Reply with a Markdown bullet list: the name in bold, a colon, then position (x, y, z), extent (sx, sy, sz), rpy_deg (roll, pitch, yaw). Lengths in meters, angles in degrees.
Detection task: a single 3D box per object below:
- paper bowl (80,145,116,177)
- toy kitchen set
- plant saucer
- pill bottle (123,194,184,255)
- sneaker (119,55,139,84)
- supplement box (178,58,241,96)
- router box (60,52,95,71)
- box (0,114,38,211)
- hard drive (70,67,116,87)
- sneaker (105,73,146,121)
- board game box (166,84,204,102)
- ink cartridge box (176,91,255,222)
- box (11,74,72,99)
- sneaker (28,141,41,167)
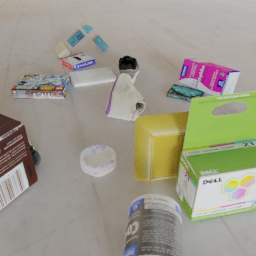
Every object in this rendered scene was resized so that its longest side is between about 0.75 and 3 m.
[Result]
- **paper bowl**: position (-0.890, 1.026, 8.413), extent (1.079, 0.561, 1.079), rpy_deg (0, 35, 0)
- **toy kitchen set**: position (-2.598, -4.566, 16.256), extent (2.461, 1.971, 1.450), rpy_deg (-40, 39, 7)
- **plant saucer**: position (1.260, 0.619, 7.611), extent (2.124, 2.124, 0.515), rpy_deg (-6, 32, -8)
- **pill bottle**: position (0.519, 2.533, 5.696), extent (1.228, 1.228, 2.158), rpy_deg (3, 35, 5)
- **sneaker**: position (0.059, -3.119, 13.813), extent (0.954, 1.132, 2.587), rpy_deg (4, 35, 5)
- **supplement box**: position (3.546, -2.255, 12.390), extent (2.239, 1.133, 1.157), rpy_deg (29, 29, 36)
- **router box**: position (-2.718, -3.616, 15.202), extent (1.432, 0.350, 1.285), rpy_deg (-27, 43, -33)
- **box**: position (-4.164, 0.834, 7.372), extent (2.530, 2.078, 2.099), rpy_deg (19, 39, 25)
- **hard drive**: position (-1.724, -2.516, 13.714), extent (2.025, 0.270, 1.336), rpy_deg (-11, 36, -16)
- **sneaker**: position (-0.028, -1.191, 11.396), extent (1.490, 1.120, 2.992), rpy_deg (17, 37, -5)
- **board game box**: position (2.537, -1.522, 12.356), extent (1.451, 0.204, 0.982), rpy_deg (16, 38, 21)
- **ink cartridge box**: position (2.475, 0.709, 6.768), extent (2.190, 2.964, 1.123), rpy_deg (-7, 36, -10)
- **box**: position (-3.834, -1.876, 12.631), extent (2.290, 0.457, 1.568), rpy_deg (2, 35, 3)
- **sneaker**: position (-3.538, 0.525, 8.965), extent (2.092, 0.946, 0.695), rpy_deg (32, 86, 10)
